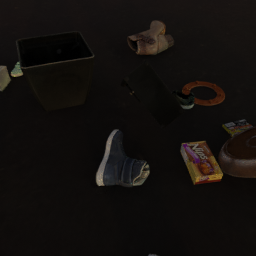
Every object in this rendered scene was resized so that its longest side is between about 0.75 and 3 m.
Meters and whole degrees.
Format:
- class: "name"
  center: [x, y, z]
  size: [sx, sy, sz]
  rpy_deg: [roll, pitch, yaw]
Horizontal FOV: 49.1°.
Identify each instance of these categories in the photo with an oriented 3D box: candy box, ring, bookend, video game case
- class: "candy box"
  center: [2.215, 1.028, 8.573]
  size: [0.815, 0.395, 1.398]
  rpy_deg: [-5, 43, -7]
- class: "ring"
  center: [3.154, -1.506, 11.682]
  size: [1.749, 0.168, 1.749]
  rpy_deg: [-1, 41, 0]
- class: "bookend"
  center: [0.747, -1.080, 9.626]
  size: [0.937, 2.021, 2.034]
  rpy_deg: [-38, 6, -1]
- class: "video game case"
  center: [3.997, 0.059, 9.900]
  size: [0.982, 0.125, 0.888]
  rpy_deg: [-13, 42, -16]

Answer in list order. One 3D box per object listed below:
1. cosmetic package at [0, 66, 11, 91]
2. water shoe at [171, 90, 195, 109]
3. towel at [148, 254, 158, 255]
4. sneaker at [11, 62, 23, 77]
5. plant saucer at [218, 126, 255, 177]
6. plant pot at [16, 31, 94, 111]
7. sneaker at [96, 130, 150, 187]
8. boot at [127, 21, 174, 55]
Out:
- class: "cosmetic package"
  center: [-6.125, -2.171, 11.983]
  size: [1.760, 0.768, 0.910]
  rpy_deg: [4, 41, 4]
- class: "water shoe"
  center: [1.738, -1.221, 10.952]
  size: [1.715, 0.677, 0.613]
  rpy_deg: [8, 41, 9]
- class: "towel"
  center: [0.854, 3.318, 5.818]
  size: [1.238, 0.530, 1.025]
  rpy_deg: [13, 43, 15]
- class: "sneaker"
  center: [-4.957, -3.054, 12.899]
  size: [0.567, 0.909, 1.541]
  rpy_deg: [12, 44, 12]
- class: "plant saucer"
  center: [3.843, 0.504, 8.090]
  size: [2.643, 0.424, 2.643]
  rpy_deg: [-24, 16, 7]
- class: "plant pot"
  center: [-2.715, -2.109, 10.831]
  size: [2.470, 2.196, 2.476]
  rpy_deg: [-13, 43, -15]
- class: "sneaker"
  center: [-0.007, 0.883, 8.358]
  size: [1.431, 0.753, 1.980]
  rpy_deg: [0, 49, 16]
- class: "boot"
  center: [1.012, -4.848, 14.922]
  size: [2.158, 1.037, 2.951]
  rpy_deg: [-14, 42, -12]
